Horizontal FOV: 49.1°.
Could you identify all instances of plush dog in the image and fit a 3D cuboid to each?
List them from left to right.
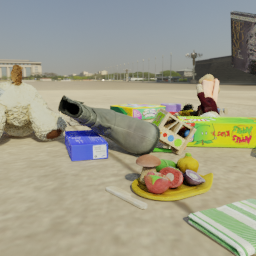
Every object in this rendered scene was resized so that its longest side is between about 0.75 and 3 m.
[{"bbox_3d":[-3.479,-0.482,8.691,2.753,2.209,2.365,-5,-13,-25],"label":"plush dog"}]

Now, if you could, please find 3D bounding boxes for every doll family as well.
[{"bbox_3d":[2.846,-0.525,11.375,2.454,0.963,1.419,0,4,-30],"label":"doll family"}]

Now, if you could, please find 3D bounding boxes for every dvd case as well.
[{"bbox_3d":[4.582,-3.156,10.627,0.186,2.324,1.728,-26,36,-15],"label":"dvd case"}]

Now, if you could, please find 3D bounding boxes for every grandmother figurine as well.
[{"bbox_3d":[2.999,-0.882,10.284,0.871,1.744,2.875,-33,27,34],"label":"grandmother figurine"}]

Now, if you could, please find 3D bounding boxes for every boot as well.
[{"bbox_3d":[-0.604,-0.101,6.805,1.693,0.877,2.591,22,-1,-42],"label":"boot"}]

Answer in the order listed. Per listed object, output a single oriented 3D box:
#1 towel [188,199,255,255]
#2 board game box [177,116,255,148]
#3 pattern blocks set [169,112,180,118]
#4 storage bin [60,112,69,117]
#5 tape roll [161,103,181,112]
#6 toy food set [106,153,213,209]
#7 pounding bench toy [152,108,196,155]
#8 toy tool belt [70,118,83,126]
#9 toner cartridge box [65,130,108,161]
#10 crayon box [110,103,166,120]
[{"bbox_3d":[1.498,1.192,3.493,1.216,0.142,0.928,-4,11,-28],"label":"towel"},{"bbox_3d":[2.931,0.088,8.212,2.886,0.687,1.466,1,10,5],"label":"board game box"},{"bbox_3d":[2.807,-0.567,13.482,1.953,0.180,2.222,1,10,8],"label":"pattern blocks set"},{"bbox_3d":[-2.905,-0.901,14.618,1.007,0.472,1.000,-8,12,-38],"label":"storage bin"},{"bbox_3d":[2.407,-1.116,15.775,1.158,0.492,1.158,-1,10,0],"label":"tape roll"},{"bbox_3d":[0.630,0.745,4.706,1.793,0.586,1.055,-6,12,-32],"label":"toy food set"},{"bbox_3d":[0.982,0.295,7.097,0.955,1.224,0.760,31,6,-12],"label":"pounding bench toy"},{"bbox_3d":[-1.793,-0.484,11.381,1.195,0.734,0.746,-3,10,-16],"label":"toy tool belt"},{"bbox_3d":[-1.129,0.403,7.251,0.869,0.395,1.830,-1,10,-16],"label":"toner cartridge box"},{"bbox_3d":[0.478,-0.800,13.582,2.090,0.609,1.803,-8,14,-37],"label":"crayon box"}]
